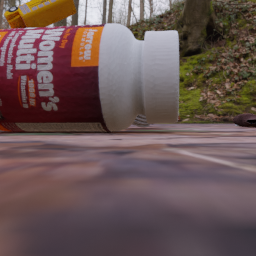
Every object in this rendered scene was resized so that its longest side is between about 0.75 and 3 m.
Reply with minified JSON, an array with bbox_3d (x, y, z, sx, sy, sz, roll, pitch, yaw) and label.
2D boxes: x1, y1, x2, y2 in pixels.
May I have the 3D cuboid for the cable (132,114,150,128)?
[{"bbox_3d":[-0.148,-1.061,6.981,2.358,0.816,2.358,27,25,-36],"label":"cable"}]

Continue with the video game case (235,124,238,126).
[{"bbox_3d":[4.972,-0.137,10.042,1.775,0.203,1.616,1,1,6],"label":"video game case"}]

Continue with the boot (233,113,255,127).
[{"bbox_3d":[3.817,-0.252,8.761,1.269,0.459,1.055,5,2,36],"label":"boot"}]

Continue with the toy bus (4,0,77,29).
[{"bbox_3d":[-1.402,-1.849,4.505,1.053,0.412,0.343,-30,-34,-12],"label":"toy bus"}]

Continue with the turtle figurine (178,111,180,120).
[{"bbox_3d":[0.568,-0.590,10.039,2.780,0.895,2.242,7,-23,5],"label":"turtle figurine"}]

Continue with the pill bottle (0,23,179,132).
[{"bbox_3d":[-0.702,-0.722,4.217,2.864,1.569,1.569,0,1,8],"label":"pill bottle"}]
